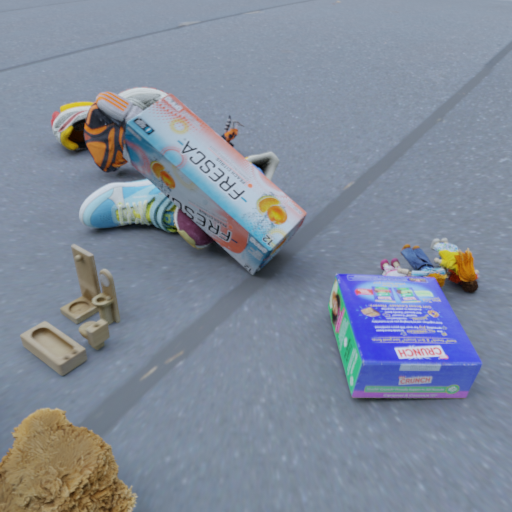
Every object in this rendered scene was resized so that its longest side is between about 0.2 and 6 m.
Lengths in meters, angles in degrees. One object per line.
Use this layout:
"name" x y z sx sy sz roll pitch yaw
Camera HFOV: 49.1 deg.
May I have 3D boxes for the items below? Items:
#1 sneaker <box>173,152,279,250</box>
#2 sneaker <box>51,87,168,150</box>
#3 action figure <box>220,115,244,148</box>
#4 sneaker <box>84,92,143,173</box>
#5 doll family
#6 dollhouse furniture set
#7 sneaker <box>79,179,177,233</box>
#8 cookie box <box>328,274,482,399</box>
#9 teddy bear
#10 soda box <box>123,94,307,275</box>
"sneaker" -0.517 -1.228 10.771 1.057 1.270 2.820 47 40 -11
"sneaker" -3.555 -3.366 14.437 3.237 1.260 1.330 -18 42 -10
"action figure" -0.740 -2.880 13.815 0.567 1.049 1.085 37 10 -10
"sneaker" -2.654 -2.424 12.919 2.785 1.560 1.080 32 33 -10
"doll family" 2.978 0.184 9.353 1.785 0.804 1.108 -6 35 -9
"dollhouse furniture set" -2.759 0.746 8.257 1.252 1.072 1.316 24 40 32
"sneaker" -2.229 -0.871 10.896 2.151 0.856 1.404 -23 40 -26
"cookie box" 2.007 1.100 8.006 1.625 0.714 1.899 2 33 -6
"teddy bear" -2.654 2.928 4.997 2.398 1.104 3.307 16 38 7
"soda box" -0.767 -1.240 9.763 3.279 1.042 1.121 42 60 6
